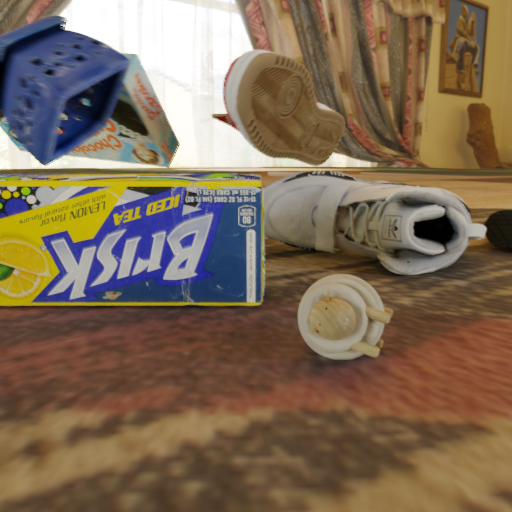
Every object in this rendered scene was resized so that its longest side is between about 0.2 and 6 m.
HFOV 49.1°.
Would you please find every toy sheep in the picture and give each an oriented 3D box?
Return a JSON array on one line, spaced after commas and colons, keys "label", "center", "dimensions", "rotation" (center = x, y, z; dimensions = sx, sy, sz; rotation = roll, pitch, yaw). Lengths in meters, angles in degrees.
[{"label": "toy sheep", "center": [0.713, 0.504, 4.591], "dimensions": [0.766, 0.766, 1.111], "rotation": [3, -5, 15]}]

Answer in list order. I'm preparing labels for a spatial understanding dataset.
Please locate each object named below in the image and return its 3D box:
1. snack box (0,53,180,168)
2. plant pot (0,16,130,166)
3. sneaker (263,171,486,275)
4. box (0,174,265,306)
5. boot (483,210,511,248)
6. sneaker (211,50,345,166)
[{"label": "snack box", "center": [-2.909, -2.311, 8.806], "dimensions": [3.115, 0.578, 1.810], "rotation": [9, -29, 21]}, {"label": "plant pot", "center": [-2.561, -2.138, 7.028], "dimensions": [1.178, 1.310, 1.310], "rotation": [39, 47, -2]}, {"label": "sneaker", "center": [1.554, -0.564, 8.266], "dimensions": [3.483, 1.309, 2.002], "rotation": [5, 9, 6]}, {"label": "box", "center": [-1.892, -0.229, 6.364], "dimensions": [3.981, 1.395, 1.280], "rotation": [0, 11, 0]}, {"label": "boot", "center": [5.105, -0.479, 9.387], "dimensions": [2.473, 0.837, 1.615], "rotation": [7, 8, 25]}, {"label": "sneaker", "center": [-0.064, -2.404, 8.454], "dimensions": [2.022, 1.281, 3.596], "rotation": [35, 11, 20]}]
